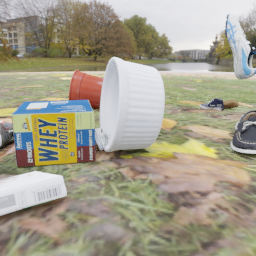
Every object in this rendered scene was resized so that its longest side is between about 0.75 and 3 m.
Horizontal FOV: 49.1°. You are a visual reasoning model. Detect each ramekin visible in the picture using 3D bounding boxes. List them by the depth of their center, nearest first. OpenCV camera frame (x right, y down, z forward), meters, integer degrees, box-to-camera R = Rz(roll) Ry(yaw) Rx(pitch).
[{"bbox_3d":[0.041,-0.605,7.982,1.281,2.627,2.627,4,13,-15],"label":"ramekin"}]

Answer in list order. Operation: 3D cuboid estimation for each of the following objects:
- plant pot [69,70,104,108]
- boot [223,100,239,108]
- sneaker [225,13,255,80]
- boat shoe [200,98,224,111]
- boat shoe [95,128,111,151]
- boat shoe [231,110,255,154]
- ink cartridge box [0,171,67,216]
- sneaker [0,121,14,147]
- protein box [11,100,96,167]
[{"bbox_3d":[-1.796,-1.854,14.330,1.915,1.969,1.969,9,16,5],"label":"plant pot"},{"bbox_3d":[4.961,-1.140,14.301,1.311,0.483,0.495,3,30,34],"label":"boot"},{"bbox_3d":[4.015,-2.921,9.876,0.866,2.389,0.858,-15,-3,35],"label":"sneaker"},{"bbox_3d":[4.249,-1.250,14.176,1.237,0.574,0.462,10,24,33],"label":"boat shoe"},{"bbox_3d":[-0.732,0.273,8.136,0.465,0.403,1.091,-22,24,-4],"label":"boat shoe"},{"bbox_3d":[3.823,0.070,8.582,1.057,0.863,2.862,8,17,29],"label":"boat shoe"},{"bbox_3d":[-2.210,1.225,5.415,1.456,0.453,1.810,-10,-1,-34],"label":"ink cartridge box"},{"bbox_3d":[-3.743,0.131,8.778,0.766,0.721,1.870,2,14,-17],"label":"sneaker"},{"bbox_3d":[-1.971,0.035,7.762,1.968,1.338,1.983,-3,15,-11],"label":"protein box"}]
